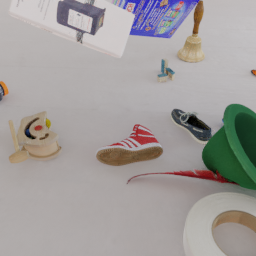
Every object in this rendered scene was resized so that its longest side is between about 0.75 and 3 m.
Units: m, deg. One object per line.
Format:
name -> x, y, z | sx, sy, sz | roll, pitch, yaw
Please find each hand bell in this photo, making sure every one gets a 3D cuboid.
hand bell -> 2.846, -4.122, 11.775 | 1.239, 2.379, 1.239 | 1, 43, -1

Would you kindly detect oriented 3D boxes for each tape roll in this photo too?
tape roll -> 2.088, 2.099, 5.182 | 2.103, 0.384, 2.103 | -1, 36, 0

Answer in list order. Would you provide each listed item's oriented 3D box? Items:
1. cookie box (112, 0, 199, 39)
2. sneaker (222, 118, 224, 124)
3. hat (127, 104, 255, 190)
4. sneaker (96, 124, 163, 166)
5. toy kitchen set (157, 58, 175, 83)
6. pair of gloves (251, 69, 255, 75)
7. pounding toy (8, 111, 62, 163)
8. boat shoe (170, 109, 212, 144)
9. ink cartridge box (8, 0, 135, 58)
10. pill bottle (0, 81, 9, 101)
cookie box -> 0.613, -3.156, 7.227 | 1.891, 1.617, 0.711 | -4, 69, -25
sneaker -> 3.421, -0.229, 8.170 | 1.339, 0.555, 0.475 | 5, 35, 6
hat -> 2.134, 0.971, 6.815 | 2.856, 2.514, 2.365 | 42, 40, -8
sneaker -> -0.043, 0.410, 7.261 | 1.712, 0.610, 0.963 | -3, 40, -17
toy kitchen set -> 1.338, -2.232, 10.878 | 0.743, 0.547, 0.928 | -13, 38, -17
pair of gloves -> 5.352, -2.164, 11.169 | 0.808, 0.100, 0.720 | 3, 35, 0
pounding toy -> -2.342, 0.116, 7.240 | 1.101, 1.105, 1.926 | -8, 37, -3
boat shoe -> 1.810, -0.181, 8.141 | 0.618, 0.510, 1.651 | -14, 39, -18
ink cartridge box -> -1.162, -2.282, 5.719 | 2.169, 0.915, 1.570 | 16, 13, -24
pill bottle -> -4.658, -1.077, 9.161 | 0.739, 0.739, 1.391 | 26, 43, 31
